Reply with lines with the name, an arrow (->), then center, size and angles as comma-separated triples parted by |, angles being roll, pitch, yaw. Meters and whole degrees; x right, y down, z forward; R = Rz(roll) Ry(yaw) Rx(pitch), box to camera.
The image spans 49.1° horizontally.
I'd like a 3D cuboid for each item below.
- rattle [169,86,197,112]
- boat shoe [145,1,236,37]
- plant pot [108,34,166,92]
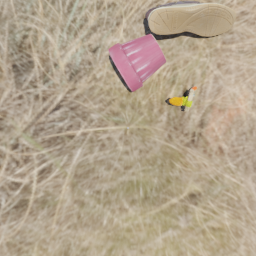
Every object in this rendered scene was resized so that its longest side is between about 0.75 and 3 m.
rattle -> 1.688, -0.970, 8.475 | 0.678, 0.618, 0.949 | 4, 53, 20
boat shoe -> 1.946, -3.503, 8.787 | 2.914, 1.048, 0.944 | -8, 45, -12
plant pot -> 0.331, -1.997, 8.171 | 1.302, 1.455, 1.455 | -29, 80, 9
